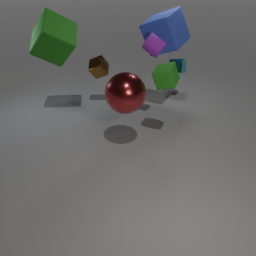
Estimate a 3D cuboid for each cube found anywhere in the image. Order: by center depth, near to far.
[{"bbox_3d":[1.353,-1.850,9.976,0.700,0.700,0.700,-3,37,31],"label":"cube"},{"bbox_3d":[-3.013,-3.633,11.365,1.400,1.400,1.400,19,52,-32],"label":"cube"},{"bbox_3d":[1.590,-4.091,11.923,1.400,1.400,1.400,-2,35,40],"label":"cube"},{"bbox_3d":[-1.382,-2.881,13.261,0.700,0.700,0.700,-14,56,24],"label":"cube"},{"bbox_3d":[2.535,-3.147,14.247,0.700,0.700,0.700,3,12,25],"label":"cube"}]

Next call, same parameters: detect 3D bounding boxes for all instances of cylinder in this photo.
[{"bbox_3d":[1.015,-3.203,10.890,0.700,0.700,0.700,38,34,-1],"label":"cylinder"}]

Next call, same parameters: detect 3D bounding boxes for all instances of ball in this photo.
[{"bbox_3d":[-0.083,-1.181,9.485,1.400,1.400,1.400,0,29,0],"label":"ball"}]
